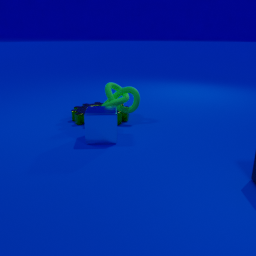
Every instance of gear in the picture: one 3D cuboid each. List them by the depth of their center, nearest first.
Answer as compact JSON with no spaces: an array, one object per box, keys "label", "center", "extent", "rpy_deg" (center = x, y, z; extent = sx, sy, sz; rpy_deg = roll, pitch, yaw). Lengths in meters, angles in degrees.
[{"label":"gear","center":[-0.892,-0.476,9.190],"extent":[1.854,0.343,1.854],"rpy_deg":[-1,19,0]}]

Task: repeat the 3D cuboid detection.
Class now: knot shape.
[{"label":"knot shape","center":[-0.365,-0.865,8.696],"extent":[1.204,0.595,1.287],"rpy_deg":[-36,53,-23]}]

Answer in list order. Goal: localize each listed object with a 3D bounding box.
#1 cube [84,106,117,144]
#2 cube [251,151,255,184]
[{"label":"cube","center":[-0.690,-0.095,7.395],"extent":[0.810,0.810,0.810],"rpy_deg":[-1,19,-2]},{"label":"cube","center":[2.885,0.685,4.834],"extent":[0.999,0.999,0.999],"rpy_deg":[0,19,0]}]
